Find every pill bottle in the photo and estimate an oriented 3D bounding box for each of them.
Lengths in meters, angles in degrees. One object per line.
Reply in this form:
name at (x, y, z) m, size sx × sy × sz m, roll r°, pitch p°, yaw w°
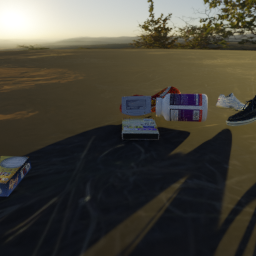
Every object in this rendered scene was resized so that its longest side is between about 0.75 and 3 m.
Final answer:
pill bottle at (1.740, -0.667, 9.124) m, size 1.609 × 0.905 × 0.905 m, roll 2°, pitch 19°, yaw 11°

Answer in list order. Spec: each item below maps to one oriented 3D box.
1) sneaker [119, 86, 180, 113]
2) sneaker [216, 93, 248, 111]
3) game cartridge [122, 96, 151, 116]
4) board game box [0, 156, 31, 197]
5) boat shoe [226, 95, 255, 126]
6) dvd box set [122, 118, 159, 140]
sneaker at (0.813, -0.793, 10.045) m, size 2.267 × 0.874 × 0.827 m, roll -12°, pitch 60°, yaw -9°
sneaker at (3.605, -0.895, 9.540) m, size 1.147 × 0.570 × 0.447 m, roll 10°, pitch 3°, yaw -11°
game cartridge at (0.282, -0.736, 9.407) m, size 0.997 × 0.664 × 0.204 m, roll 0°, pitch -7°, yaw 9°
board game box at (-3.027, 0.930, 5.678) m, size 1.711 × 0.296 × 1.159 m, roll 1°, pitch 19°, yaw 3°
boat shoe at (4.060, -0.679, 8.800) m, size 2.184 × 0.680 × 0.815 m, roll -25°, pitch 10°, yaw 4°
dvd box set at (0.336, -0.003, 8.464) m, size 1.052 × 0.211 × 1.438 m, roll 0°, pitch 19°, yaw -2°
